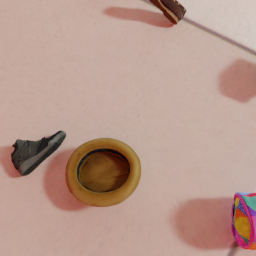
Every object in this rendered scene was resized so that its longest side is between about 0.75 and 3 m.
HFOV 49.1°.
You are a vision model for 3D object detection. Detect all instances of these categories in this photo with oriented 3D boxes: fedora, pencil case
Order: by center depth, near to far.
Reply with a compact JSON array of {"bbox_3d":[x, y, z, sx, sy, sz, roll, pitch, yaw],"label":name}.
[{"bbox_3d":[3.560,1.826,5.759,2.785,1.231,1.231,-2,66,-3],"label":"pencil case"},{"bbox_3d":[-0.535,1.032,6.338,1.684,0.687,1.684,-1,66,3],"label":"fedora"}]

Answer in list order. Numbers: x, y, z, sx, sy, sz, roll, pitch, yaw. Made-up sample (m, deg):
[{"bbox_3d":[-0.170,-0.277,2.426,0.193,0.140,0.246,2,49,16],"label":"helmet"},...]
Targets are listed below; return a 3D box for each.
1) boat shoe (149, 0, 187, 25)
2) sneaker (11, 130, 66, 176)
[{"bbox_3d":[1.058,-3.811,8.299,1.591,0.560,0.559,37,93,-22],"label":"boat shoe"},{"bbox_3d":[-2.192,0.401,6.703,1.412,0.540,0.809,-41,78,-11],"label":"sneaker"}]
